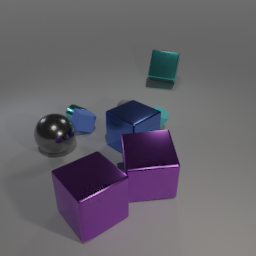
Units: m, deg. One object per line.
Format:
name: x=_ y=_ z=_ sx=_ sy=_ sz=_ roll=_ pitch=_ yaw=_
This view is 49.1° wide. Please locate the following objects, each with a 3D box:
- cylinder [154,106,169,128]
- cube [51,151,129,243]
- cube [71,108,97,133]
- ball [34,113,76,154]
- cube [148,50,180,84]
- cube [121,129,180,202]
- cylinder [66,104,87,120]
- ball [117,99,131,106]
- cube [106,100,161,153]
cylinder: x=1.138 y=-0.383 z=10.963 sx=0.700 sy=0.700 sz=0.700 roll=25 pitch=35 yaw=-19
cube: x=-0.935 y=1.691 z=7.139 sx=1.400 sy=1.400 sz=1.400 roll=-22 pitch=37 yaw=-32
cube: x=-1.755 y=-0.294 z=10.949 sx=0.700 sy=0.700 sz=0.700 roll=8 pitch=17 yaw=-34
ball: x=-2.514 y=0.195 z=9.675 sx=1.400 sy=1.400 sz=1.400 roll=0 pitch=30 yaw=0
cube: x=1.932 y=-3.245 z=14.955 sx=1.400 sy=1.400 sz=1.400 roll=11 pitch=3 yaw=10
cube: x=0.583 y=1.060 z=7.904 sx=1.400 sy=1.400 sz=1.400 roll=-6 pitch=42 yaw=-3
cylinder: x=-2.098 y=-0.565 z=11.651 sx=0.700 sy=0.700 sz=0.700 roll=21 pitch=36 yaw=30
ball: x=-0.087 y=-0.795 z=10.953 sx=0.700 sy=0.700 sz=0.700 roll=0 pitch=30 yaw=0
cube: x=0.185 y=0.014 z=9.984 sx=1.400 sy=1.400 sz=1.400 roll=-27 pitch=40 yaw=-37
